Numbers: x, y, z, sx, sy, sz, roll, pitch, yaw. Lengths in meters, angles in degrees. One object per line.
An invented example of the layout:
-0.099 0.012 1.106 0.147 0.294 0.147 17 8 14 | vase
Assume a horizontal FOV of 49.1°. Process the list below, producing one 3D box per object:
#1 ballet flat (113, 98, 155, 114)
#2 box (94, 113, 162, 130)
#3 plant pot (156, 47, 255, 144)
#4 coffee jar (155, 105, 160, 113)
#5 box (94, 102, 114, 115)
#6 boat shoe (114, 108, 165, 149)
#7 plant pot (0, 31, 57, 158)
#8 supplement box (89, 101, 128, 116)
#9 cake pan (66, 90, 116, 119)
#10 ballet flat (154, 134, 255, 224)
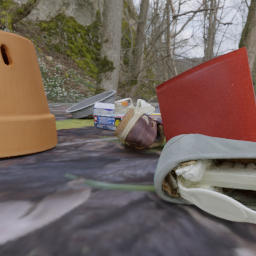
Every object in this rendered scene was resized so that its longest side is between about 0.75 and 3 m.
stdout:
0.326 -1.016 13.923 2.802 0.973 0.973 -1 6 -15 | ballet flat
0.253 -0.231 8.873 2.221 0.443 1.521 -5 8 -37 | box
1.385 -0.342 5.107 1.487 1.687 1.686 -10 4 14 | plant pot
1.936 -0.882 13.893 0.786 0.643 1.508 3 6 26 | coffee jar
-0.877 -0.636 10.365 0.729 0.416 0.792 6 18 -3 | box
0.314 0.113 5.278 0.758 0.760 2.106 32 0 7 | boat shoe
-2.790 -0.663 5.244 2.891 2.023 2.891 3 5 0 | plant pot
-1.232 -1.065 15.045 2.355 0.810 0.784 0 5 -14 | supplement box
-1.629 -1.062 12.882 2.446 0.449 2.446 -20 15 6 | cake pan
1.257 0.477 2.124 2.218 0.747 0.706 2 34 27 | ballet flat
